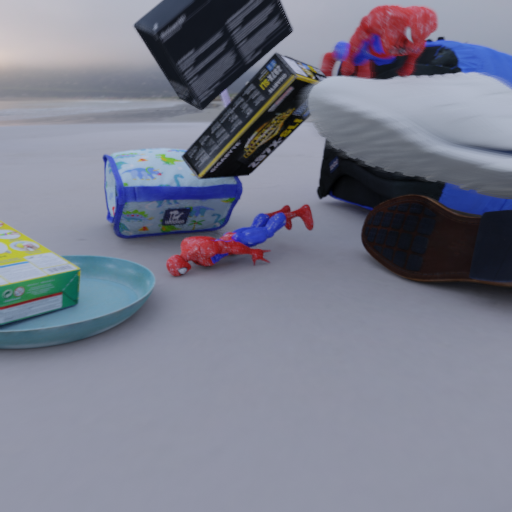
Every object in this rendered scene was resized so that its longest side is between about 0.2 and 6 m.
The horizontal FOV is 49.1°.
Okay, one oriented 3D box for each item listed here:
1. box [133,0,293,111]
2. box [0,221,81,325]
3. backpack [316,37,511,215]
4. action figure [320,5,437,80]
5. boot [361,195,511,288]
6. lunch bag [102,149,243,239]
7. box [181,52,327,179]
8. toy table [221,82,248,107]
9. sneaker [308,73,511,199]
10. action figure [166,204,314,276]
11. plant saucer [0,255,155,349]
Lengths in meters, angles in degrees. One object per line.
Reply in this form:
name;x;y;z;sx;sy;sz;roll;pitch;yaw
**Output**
box;-0.509;-2.913;7.154;1.689;1.192;0.666;-43;47;-9
box;-3.643;0.099;7.353;2.478;0.599;1.454;26;25;33
backpack;4.031;-2.745;12.168;4.039;3.911;4.813;-2;16;-16
action figure;1.785;-2.991;8.199;1.090;0.861;3.331;2;5;-7
boot;3.252;-0.048;8.571;1.747;1.346;3.604;17;2;-30
lunch bag;-1.741;-1.286;11.058;2.322;1.740;2.731;-6;8;-20
box;0.079;-2.238;9.358;2.304;0.568;1.840;-41;-8;26
toy table;-0.219;-2.662;10.323;0.626;1.069;0.983;-18;34;0
sneaker;2.424;-1.893;7.724;3.444;1.386;1.316;17;-9;-3
action figure;-0.276;-0.234;9.391;2.834;0.732;0.927;-19;19;-36
plant saucer;-2.721;0.554;7.267;2.811;0.385;2.811;0;17;0
